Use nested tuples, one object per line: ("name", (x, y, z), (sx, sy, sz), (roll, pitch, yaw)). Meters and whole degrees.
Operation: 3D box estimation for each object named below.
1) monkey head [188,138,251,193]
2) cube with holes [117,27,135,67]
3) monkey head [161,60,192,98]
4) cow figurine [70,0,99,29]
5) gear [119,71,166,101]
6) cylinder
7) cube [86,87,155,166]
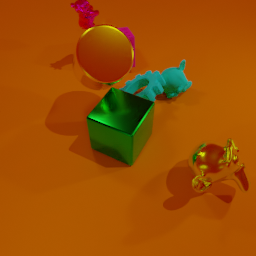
("monkey head", (2.093, 0.956, 6.518), (1.169, 1.396, 1.940), (-27, 9, 27))
("cube with holes", (-0.391, -2.737, 9.642), (1.054, 1.054, 1.054), (-9, 37, -9))
("monkey head", (1.498, -1.493, 8.839), (1.054, 1.466, 0.883), (-24, 80, -44))
("cow figurine", (-1.402, -3.581, 8.870), (0.580, 1.057, 1.040), (41, 44, 15))
("gear", (0.334, -1.108, 8.363), (1.583, 0.293, 1.583), (-25, 32, 17))
("cylinder", (-0.685, -1.734, 7.182), (1.384, 1.384, 1.384), (0, 91, -14))
("cube", (-0.164, -0.048, 7.339), (1.287, 1.287, 1.287), (22, 53, 18))
